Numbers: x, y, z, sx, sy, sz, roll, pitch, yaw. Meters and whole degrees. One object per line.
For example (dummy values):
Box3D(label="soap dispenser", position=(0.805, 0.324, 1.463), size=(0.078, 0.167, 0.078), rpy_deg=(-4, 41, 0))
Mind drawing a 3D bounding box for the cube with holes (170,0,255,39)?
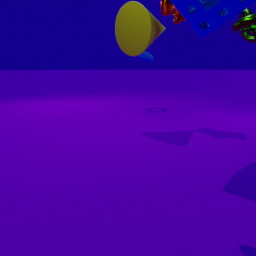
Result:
Box3D(label="cube with holes", position=(1.600, -2.756, 5.354), size=(1.194, 1.194, 1.194), rpy_deg=(-29, 28, 40))

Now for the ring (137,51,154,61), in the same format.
Box3D(label="ring", position=(0.644, -3.327, 12.673), size=(1.106, 0.221, 1.106), rpy_deg=(25, 4, -2))

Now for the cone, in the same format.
Box3D(label="cone", position=(0.654, -3.015, 8.538), size=(1.505, 1.499, 1.499), rpy_deg=(-19, 22, -40))

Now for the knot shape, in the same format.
Box3D(label="knot shape", position=(3.588, -2.819, 7.872), size=(1.557, 0.769, 1.664), rpy_deg=(1, 36, -49))

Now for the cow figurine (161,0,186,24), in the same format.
Box3D(label="cow figurine", position=(1.738, -3.812, 8.879), size=(1.439, 0.790, 1.416), rpy_deg=(3, 39, 12))
